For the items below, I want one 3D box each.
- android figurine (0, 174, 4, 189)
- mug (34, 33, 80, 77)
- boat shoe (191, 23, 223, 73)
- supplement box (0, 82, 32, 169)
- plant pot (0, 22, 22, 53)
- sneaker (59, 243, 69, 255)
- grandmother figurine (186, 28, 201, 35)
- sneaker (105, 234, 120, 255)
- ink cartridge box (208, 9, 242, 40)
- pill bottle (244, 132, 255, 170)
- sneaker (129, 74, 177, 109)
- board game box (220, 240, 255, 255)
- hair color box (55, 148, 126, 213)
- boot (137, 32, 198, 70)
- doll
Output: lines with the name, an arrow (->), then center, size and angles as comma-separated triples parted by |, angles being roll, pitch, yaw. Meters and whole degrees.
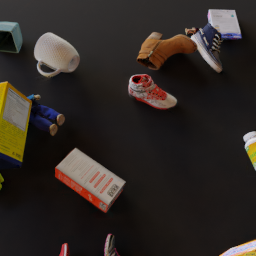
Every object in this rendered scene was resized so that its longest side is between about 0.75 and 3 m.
android figurine -> -4.684, 1.922, 9.513 | 0.886, 0.200, 0.973 | -35, 63, -20
mug -> -3.086, -2.952, 11.986 | 1.594, 1.343, 1.819 | 31, 71, 13
boat shoe -> 3.753, -3.618, 12.354 | 1.127, 0.907, 2.430 | -41, 55, 26
supplement box -> -4.480, -0.028, 9.622 | 1.439, 1.430, 2.628 | -7, 65, 16
plant pot -> -5.534, -4.320, 12.998 | 1.131, 1.128, 1.152 | 7, 49, 4
sneaker -> -2.103, 3.968, 8.062 | 0.705, 0.478, 1.220 | 1, 56, -1
grandmother figurine -> 3.298, -4.755, 13.730 | 0.879, 0.266, 0.533 | -6, 67, -1
sneaker -> -0.349, 3.832, 8.121 | 0.631, 0.533, 1.444 | -3, 61, -3
ink cartridge box -> 4.723, -5.000, 13.765 | 1.314, 0.462, 2.202 | 2, 55, 2
pill bottle -> 4.610, 0.804, 9.916 | 0.720, 0.720, 1.297 | -9, 57, -6
sneaker -> 1.000, -1.451, 11.112 | 2.067, 1.108, 0.690 | 18, 59, 11
board game box -> 3.252, 3.826, 7.025 | 1.579, 1.577, 1.578 | 1, 57, -44
hair color box -> -1.243, 1.684, 9.190 | 2.087, 0.639, 1.059 | 32, 51, 13
boot -> 1.702, -3.345, 12.429 | 2.402, 0.921, 1.865 | 21, 60, 13
doll -> -3.783, -0.544, 10.840 | 2.477, 0.600, 1.690 | 24, 65, 14
